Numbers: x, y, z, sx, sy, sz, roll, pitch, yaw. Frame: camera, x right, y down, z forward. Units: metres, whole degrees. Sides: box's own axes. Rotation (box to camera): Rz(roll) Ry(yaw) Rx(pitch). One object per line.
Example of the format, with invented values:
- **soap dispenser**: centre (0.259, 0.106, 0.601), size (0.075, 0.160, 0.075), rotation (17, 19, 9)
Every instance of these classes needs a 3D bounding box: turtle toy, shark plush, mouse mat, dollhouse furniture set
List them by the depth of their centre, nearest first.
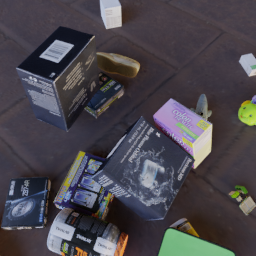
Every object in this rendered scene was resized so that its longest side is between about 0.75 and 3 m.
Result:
- **mouse mat**: centre (1.563, 4.060, 7.307), size (1.962, 0.092, 2.439), rotation (17, 82, 13)
- **dollhouse furniture set**: centre (3.663, 2.322, 9.017), size (0.511, 0.392, 0.780), rotation (-36, 92, -15)
- **turtle toy**: centre (5.058, -0.647, 10.421), size (2.180, 1.102, 1.588), rotation (-20, 59, -13)
- **shark plush**: centre (2.630, -0.393, 10.464), size (0.822, 0.754, 1.810), rotation (20, 59, 13)

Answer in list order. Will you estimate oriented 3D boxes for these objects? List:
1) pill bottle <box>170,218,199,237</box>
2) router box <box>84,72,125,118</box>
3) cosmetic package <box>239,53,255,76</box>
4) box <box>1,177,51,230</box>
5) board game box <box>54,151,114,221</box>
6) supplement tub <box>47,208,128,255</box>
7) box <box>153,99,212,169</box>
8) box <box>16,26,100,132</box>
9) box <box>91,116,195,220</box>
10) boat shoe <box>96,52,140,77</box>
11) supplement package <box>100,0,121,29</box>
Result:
- **pill bottle**: centre (1.738, 3.402, 7.898), size (0.834, 0.834, 1.498), rotation (-26, 60, -16)
- **router box**: centre (-1.169, -1.359, 11.237), size (1.288, 0.534, 1.719), rotation (35, 63, 21)
- **cosmetic package**: centre (5.350, -2.762, 12.250), size (0.510, 0.402, 0.948), rotation (-14, 59, -7)
- **box**: centre (-3.183, 2.365, 8.884), size (1.270, 0.345, 1.585), rotation (-2, 56, -1)
- **board game box**: centre (-1.216, 1.876, 9.091), size (1.609, 0.552, 1.947), rotation (16, 58, 12)
- **supplement tub**: centre (-1.096, 3.129, 7.847), size (2.012, 1.233, 1.233), rotation (16, 58, 11)
- **box**: centre (1.817, 0.218, 9.202), size (0.885, 1.831, 1.610), rotation (-43, 58, -14)
- **box**: centre (-2.157, -1.631, 9.420), size (1.418, 2.415, 2.375), rotation (20, 56, 15)
- **box**: centre (0.490, 1.252, 8.620), size (2.234, 1.312, 2.197), rotation (39, 62, -5)
- **boat shoe**: centre (-0.505, -2.818, 12.137), size (2.144, 0.793, 0.712), rotation (23, 49, 10)
- **supplement package**: centre (-0.846, -5.729, 13.784), size (0.821, 1.116, 1.067), rotation (-14, 58, -9)
